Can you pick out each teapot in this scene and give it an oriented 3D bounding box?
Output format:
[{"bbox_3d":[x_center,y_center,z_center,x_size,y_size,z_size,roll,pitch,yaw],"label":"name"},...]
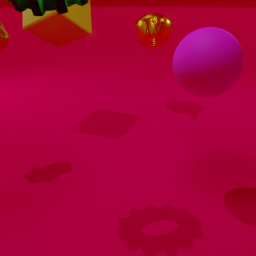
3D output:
[{"bbox_3d":[0.852,-3.127,9.172,1.247,0.982,2.006,0,-11,-3],"label":"teapot"}]

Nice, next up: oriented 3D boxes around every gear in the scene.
[{"bbox_3d":[-1.101,-2.102,4.025,1.318,0.244,1.318,-2,55,2],"label":"gear"}]

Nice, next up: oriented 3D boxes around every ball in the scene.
[{"bbox_3d":[1.323,-1.080,4.686,1.143,1.143,1.143,0,26,0],"label":"ball"}]

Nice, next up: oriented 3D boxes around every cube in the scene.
[{"bbox_3d":[-1.998,-3.339,7.971,1.361,1.361,1.361,-11,-14,29],"label":"cube"}]

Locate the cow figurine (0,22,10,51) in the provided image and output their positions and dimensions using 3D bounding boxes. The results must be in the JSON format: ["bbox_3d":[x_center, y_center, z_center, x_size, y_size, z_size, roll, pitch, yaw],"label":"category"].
[{"bbox_3d":[-2.830,-1.569,5.750,0.604,1.083,1.101,4,39,48],"label":"cow figurine"}]
